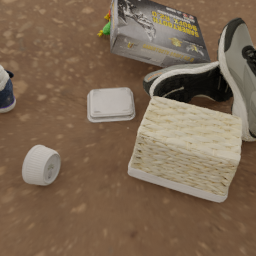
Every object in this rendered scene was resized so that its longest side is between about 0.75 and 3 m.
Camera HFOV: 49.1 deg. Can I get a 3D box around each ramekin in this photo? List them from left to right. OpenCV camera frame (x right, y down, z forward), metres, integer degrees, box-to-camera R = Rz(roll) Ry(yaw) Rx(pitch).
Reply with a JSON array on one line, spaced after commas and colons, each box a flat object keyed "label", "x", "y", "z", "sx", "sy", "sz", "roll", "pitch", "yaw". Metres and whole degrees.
[{"label": "ramekin", "x": -1.839, "y": 0.833, "z": 6.100, "sx": 0.457, "sy": 0.870, "sz": 0.870, "roll": 12, "pitch": 57, "yaw": 15}]

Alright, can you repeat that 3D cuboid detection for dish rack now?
[{"label": "dish rack", "x": -0.463, "y": -0.687, "z": 7.528, "sx": 1.269, "sy": 0.276, "sz": 1.089, "roll": -3, "pitch": 55, "yaw": -4}]

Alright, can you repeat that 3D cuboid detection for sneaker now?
[{"label": "sneaker", "x": -3.973, "y": -1.243, "z": 6.863, "sx": 2.270, "sy": 1.662, "sz": 0.914, "roll": 11, "pitch": 55, "yaw": 1}, {"label": "sneaker", "x": 1.756, "y": -1.275, "z": 7.339, "sx": 2.961, "sy": 1.094, "sz": 1.174, "roll": -9, "pitch": 29, "yaw": -22}, {"label": "sneaker", "x": 2.875, "y": -1.101, "z": 6.354, "sx": 1.058, "sy": 1.135, "sz": 2.862, "roll": -24, "pitch": 100, "yaw": -35}]

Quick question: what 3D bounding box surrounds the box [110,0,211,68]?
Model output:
[{"label": "box", "x": 0.851, "y": -2.720, "z": 8.012, "sx": 2.735, "sy": 0.661, "sz": 2.166, "roll": 11, "pitch": 51, "yaw": -18}]

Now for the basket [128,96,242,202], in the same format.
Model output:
[{"label": "basket", "x": 1.222, "y": 0.396, "z": 6.019, "sx": 2.172, "sy": 1.340, "sz": 1.472, "roll": 15, "pitch": 47, "yaw": 11}]

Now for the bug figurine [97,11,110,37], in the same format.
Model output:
[{"label": "bug figurine", "x": 0.092, "y": -3.412, "z": 9.172, "sx": 2.265, "sy": 0.583, "sz": 1.756, "roll": 23, "pitch": 59, "yaw": 14}]
